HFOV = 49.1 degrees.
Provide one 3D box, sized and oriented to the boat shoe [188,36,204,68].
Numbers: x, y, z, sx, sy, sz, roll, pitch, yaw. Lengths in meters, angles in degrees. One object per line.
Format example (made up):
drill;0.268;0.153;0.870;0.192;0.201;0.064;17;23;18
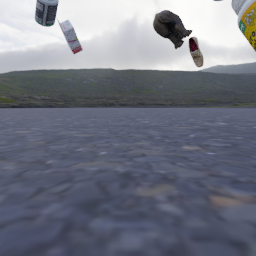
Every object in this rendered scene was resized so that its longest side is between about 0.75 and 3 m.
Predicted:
boat shoe;2.194;-2.491;9.202;0.388;1.052;0.364;-16;4;35

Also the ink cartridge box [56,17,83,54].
ink cartridge box;-2.223;-3.579;10.689;0.439;1.302;0.758;-28;51;-7

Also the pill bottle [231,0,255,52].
pill bottle;4.045;-2.904;7.837;1.512;2.681;1.512;-16;-27;-8

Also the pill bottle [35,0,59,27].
pill bottle;-2.696;-4.090;9.327;0.714;0.714;1.262;-2;-33;-27

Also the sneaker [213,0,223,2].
sneaker;2.742;-4.350;8.829;0.847;0.322;0.612;14;-17;7

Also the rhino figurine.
rhino figurine;1.452;-3.238;9.080;1.171;0.801;2.679;41;22;0
